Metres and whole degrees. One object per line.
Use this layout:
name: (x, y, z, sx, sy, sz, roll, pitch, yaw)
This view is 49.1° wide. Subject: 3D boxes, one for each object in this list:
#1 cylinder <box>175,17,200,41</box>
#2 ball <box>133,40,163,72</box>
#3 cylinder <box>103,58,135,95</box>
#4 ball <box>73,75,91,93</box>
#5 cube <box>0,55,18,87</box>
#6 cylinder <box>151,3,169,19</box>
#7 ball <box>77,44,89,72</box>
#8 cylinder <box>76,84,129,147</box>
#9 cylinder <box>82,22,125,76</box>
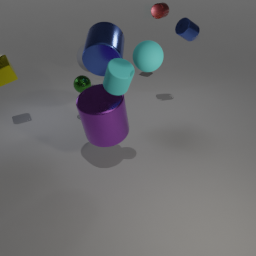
cylinder: (2.353, -3.898, 11.106, 0.700, 0.700, 0.700, 14, 18, -40)
ball: (0.455, -1.632, 6.382, 0.700, 0.700, 0.700, 0, 31, 0)
cylinder: (-0.253, -1.330, 7.313, 0.700, 0.700, 0.700, 8, 57, -12)
ball: (-1.800, -1.725, 11.056, 0.700, 0.700, 0.700, 0, 31, 0)
cube: (-4.533, -2.072, 10.130, 0.700, 0.700, 0.700, -27, 57, -10)
cylinder: (1.593, -5.802, 13.848, 0.700, 0.700, 0.700, 16, 32, 24)
ball: (-1.752, -3.380, 13.427, 1.400, 1.400, 1.400, 0, 31, 0)
cylinder: (-0.728, -0.376, 8.470, 1.400, 1.400, 1.400, -5, 45, 5)
cylinder: (-0.855, -2.819, 10.031, 1.400, 1.400, 1.400, 1, 50, 2)
